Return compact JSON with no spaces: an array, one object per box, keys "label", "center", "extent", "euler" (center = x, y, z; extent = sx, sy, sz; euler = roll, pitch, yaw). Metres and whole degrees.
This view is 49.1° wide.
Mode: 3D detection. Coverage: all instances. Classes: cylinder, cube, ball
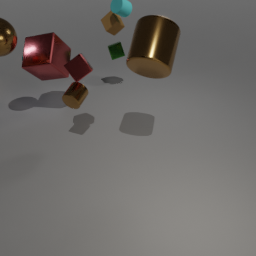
[{"label":"cylinder","center":[-1.854,-1.147,9.873],"extent":[0.700,0.700,0.700],"euler":[13,55,20]},{"label":"cube","center":[-0.607,-3.973,14.362],"extent":[0.700,0.700,0.700],"euler":[-18,22,2]},{"label":"cube","center":[-3.385,-2.949,11.771],"extent":[1.400,1.400,1.400],"euler":[-3,-14,19]},{"label":"cube","center":[-0.709,-4.898,13.096],"extent":[0.700,0.700,0.700],"euler":[3,59,-58]},{"label":"cylinder","center":[-0.290,-5.281,12.232],"extent":[0.700,0.700,0.700],"euler":[24,16,33]},{"label":"ball","center":[-4.816,-3.343,10.298],"extent":[1.400,1.400,1.400],"euler":[0,32,0]},{"label":"cylinder","center":[0.774,-2.423,8.529],"extent":[1.400,1.400,1.400],"euler":[14,-11,3]},{"label":"cube","center":[-1.687,-2.081,9.652],"extent":[0.700,0.700,0.700],"euler":[-36,15,6]}]
